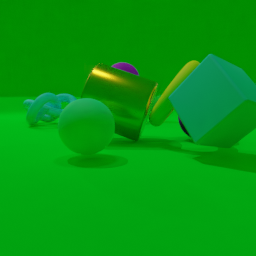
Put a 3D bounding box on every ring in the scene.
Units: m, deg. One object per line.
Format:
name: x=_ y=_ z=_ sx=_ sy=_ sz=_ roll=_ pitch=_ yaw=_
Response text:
ring: x=0.989 y=-0.707 z=5.914 sx=0.323 sy=1.613 sz=1.613 roll=37 pitch=13 yaw=6

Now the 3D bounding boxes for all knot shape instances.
knot shape: x=-2.854 y=-0.648 z=9.727 sx=1.839 sy=0.908 sz=1.965 roll=-9 pitch=5 yaw=42

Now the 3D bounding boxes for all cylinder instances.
cylinder: x=1.250 y=-0.746 z=10.660 sx=0.731 sy=0.731 sz=0.731 roll=-34 pitch=-18 yaw=-12
cylinder: x=-0.191 y=-0.569 z=6.245 sx=1.377 sy=1.377 sz=1.377 roll=20 pitch=10 yaw=6

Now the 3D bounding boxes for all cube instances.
cube: x=1.530 y=-0.391 z=4.650 sx=1.038 sy=1.038 sz=1.038 roll=8 pitch=-44 yaw=-41

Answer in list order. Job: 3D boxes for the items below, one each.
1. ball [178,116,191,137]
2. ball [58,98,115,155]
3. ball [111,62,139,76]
ball: x=1.667 y=-0.249 z=6.344 sx=1.050 sy=1.050 sz=1.050 roll=0 pitch=7 yaw=0
ball: x=-0.680 y=-0.023 z=4.613 sx=0.930 sy=0.930 sz=0.930 roll=0 pitch=7 yaw=0
ball: x=-0.211 y=-1.832 z=10.725 sx=1.326 sy=1.326 sz=1.326 roll=0 pitch=7 yaw=0
